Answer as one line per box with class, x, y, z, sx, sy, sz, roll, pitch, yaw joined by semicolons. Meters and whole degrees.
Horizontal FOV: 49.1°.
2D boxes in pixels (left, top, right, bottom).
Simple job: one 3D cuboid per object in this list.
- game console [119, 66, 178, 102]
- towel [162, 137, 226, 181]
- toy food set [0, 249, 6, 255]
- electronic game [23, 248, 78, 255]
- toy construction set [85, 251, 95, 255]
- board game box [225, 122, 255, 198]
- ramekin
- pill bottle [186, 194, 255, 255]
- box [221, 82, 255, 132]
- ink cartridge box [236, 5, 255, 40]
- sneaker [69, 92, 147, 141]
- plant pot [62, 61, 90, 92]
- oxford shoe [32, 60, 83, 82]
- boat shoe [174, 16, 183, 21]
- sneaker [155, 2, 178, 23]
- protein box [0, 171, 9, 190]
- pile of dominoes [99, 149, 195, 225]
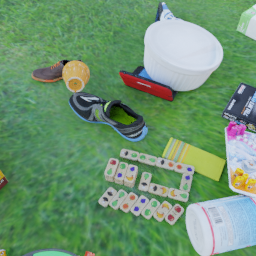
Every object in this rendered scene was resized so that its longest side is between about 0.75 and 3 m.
game console;0.914;-1.880;10.298;1.998;1.722;1.186;22;82;16
towel;2.032;0.965;8.732;1.847;0.167;0.795;23;61;15
toy food set;-3.558;3.158;6.760;1.202;0.574;0.541;-21;55;-14
electronic game;-1.548;3.437;5.325;2.248;0.468;2.248;12;42;-11
toy construction set;-1.648;3.737;5.918;1.722;1.210;2.626;-1;40;30
board game box;4.269;1.012;7.819;2.923;0.378;2.923;16;35;6
ramekin;1.920;-2.651;10.511;2.926;1.363;2.926;6;52;-7
pill bottle;2.678;2.325;6.960;2.233;1.214;1.214;-7;53;-10
box;4.420;-0.682;9.822;1.700;0.425;1.712;29;58;20
ink cartridge box;6.305;-4.554;12.456;1.597;0.922;2.196;-35;60;-24
sneaker;-0.652;-0.598;9.232;2.922;1.211;1.036;26;60;20
plant pot;-1.797;-1.698;9.656;0.949;0.949;0.869;-5;39;-4
oxford shoe;-2.708;-2.307;10.839;2.084;0.756;0.742;-8;53;-6
boat shoe;2.298;-4.979;13.090;1.368;0.470;0.387;34;59;26
sneaker;1.820;-4.613;12.568;0.997;0.980;2.588;-4;62;-7
protein box;-4.557;1.077;7.625;1.744;1.731;1.176;28;58;20
pile of dominoes;0.551;1.557;7.997;2.477;0.394;1.931;13;56;10
